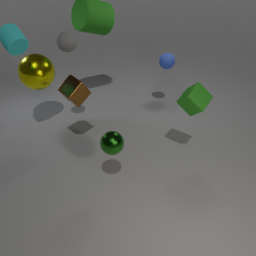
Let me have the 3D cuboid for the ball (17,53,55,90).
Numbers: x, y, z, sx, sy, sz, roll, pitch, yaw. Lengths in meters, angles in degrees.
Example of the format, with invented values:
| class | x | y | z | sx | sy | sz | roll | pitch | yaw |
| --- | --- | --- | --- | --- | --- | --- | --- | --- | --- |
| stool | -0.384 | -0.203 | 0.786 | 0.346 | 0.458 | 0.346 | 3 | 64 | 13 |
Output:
| class | x | y | z | sx | sy | sz | roll | pitch | yaw |
| --- | --- | --- | --- | --- | --- | --- | --- | --- | --- |
| ball | -3.562 | -2.187 | 10.929 | 1.400 | 1.400 | 1.400 | 0 | 32 | 0 |

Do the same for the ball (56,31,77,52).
| class | x | y | z | sx | sy | sz | roll | pitch | yaw |
| --- | --- | --- | --- | --- | --- | --- | --- | --- | --- |
| ball | -2.078 | -2.943 | 9.546 | 0.700 | 0.700 | 0.700 | 0 | 32 | 0 |

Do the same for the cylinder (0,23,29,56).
| class | x | y | z | sx | sy | sz | roll | pitch | yaw |
| --- | --- | --- | --- | --- | --- | --- | --- | --- | --- |
| cylinder | -3.572 | -2.749 | 8.715 | 0.700 | 0.700 | 0.700 | -26 | 70 | -35 |

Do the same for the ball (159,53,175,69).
| class | x | y | z | sx | sy | sz | roll | pitch | yaw |
| --- | --- | --- | --- | --- | --- | --- | --- | --- | --- |
| ball | 1.713 | -2.932 | 12.264 | 0.700 | 0.700 | 0.700 | 0 | 32 | 0 |

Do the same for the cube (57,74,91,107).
| class | x | y | z | sx | sy | sz | roll | pitch | yaw |
| --- | --- | --- | --- | --- | --- | --- | --- | --- | --- |
| cube | -1.841 | -1.271 | 9.637 | 0.700 | 0.700 | 0.700 | 35 | 82 | 32 |

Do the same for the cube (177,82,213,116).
| class | x | y | z | sx | sy | sz | roll | pitch | yaw |
| --- | --- | --- | --- | --- | --- | --- | --- | --- | --- |
| cube | 2.143 | -0.916 | 9.014 | 0.700 | 0.700 | 0.700 | -50 | 10 | -24 |

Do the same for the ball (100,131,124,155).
| class | x | y | z | sx | sy | sz | roll | pitch | yaw |
| --- | --- | --- | --- | --- | --- | --- | --- | --- | --- |
| ball | -0.457 | 0.433 | 8.086 | 0.700 | 0.700 | 0.700 | 0 | 32 | 0 |

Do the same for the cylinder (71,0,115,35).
| class | x | y | z | sx | sy | sz | roll | pitch | yaw |
| --- | --- | --- | --- | --- | --- | --- | --- | --- | --- |
| cylinder | -1.522 | -4.843 | 12.170 | 1.400 | 1.400 | 1.400 | -5 | 29 | -40 |
